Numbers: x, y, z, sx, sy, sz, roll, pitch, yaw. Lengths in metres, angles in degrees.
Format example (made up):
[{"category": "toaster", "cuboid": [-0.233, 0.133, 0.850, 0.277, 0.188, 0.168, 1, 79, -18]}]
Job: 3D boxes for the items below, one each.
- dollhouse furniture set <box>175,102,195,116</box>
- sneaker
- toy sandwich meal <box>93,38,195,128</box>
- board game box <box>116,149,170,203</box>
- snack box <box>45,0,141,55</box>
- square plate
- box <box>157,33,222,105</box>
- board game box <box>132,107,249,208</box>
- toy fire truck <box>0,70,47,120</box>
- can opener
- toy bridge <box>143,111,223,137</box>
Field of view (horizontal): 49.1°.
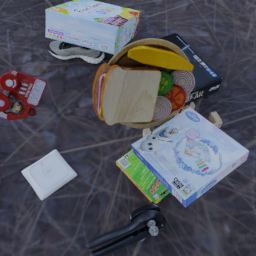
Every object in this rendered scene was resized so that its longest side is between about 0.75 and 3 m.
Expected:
[{"category": "dollhouse furniture set", "cuboid": [1.128, -0.763, 8.847, 1.317, 1.544, 0.754, 53, 43, -14]}, {"category": "sneaker", "cuboid": [-1.979, -3.041, 10.462, 2.201, 0.873, 0.814, 9, 62, 9]}, {"category": "toy sandwich meal", "cuboid": [0.409, -0.810, 5.984, 2.329, 2.329, 0.798, -11, 32, -8]}, {"category": "board game box", "cuboid": [0.477, 1.279, 7.673, 0.779, 0.244, 1.630, -34, 58, -22]}, {"category": "snack box", "cuboid": [-1.134, -3.777, 10.097, 2.518, 1.010, 2.986, 17, 33, 9]}, {"category": "square plate", "cuboid": [-2.194, 1.232, 7.749, 1.145, 0.163, 1.134, -35, 61, -23]}, {"category": "box", "cuboid": [1.473, -2.048, 9.893, 2.314, 0.629, 2.889, -21, 56, -15]}, {"category": "board game box", "cuboid": [1.299, 0.526, 6.099, 1.756, 0.383, 1.764, -32, 51, -16]}, {"category": "toy fire truck", "cuboid": [-2.110, -0.595, 5.403, 0.825, 0.551, 0.983, 21, 93, -24]}, {"category": "can opener", "cuboid": [-0.001, 2.511, 6.622, 1.995, 0.784, 0.632, -26, 97, -15]}, {"category": "toy bridge", "cuboid": [1.679, 0.174, 8.419, 2.517, 0.343, 0.846, -14, 55, -10]}]
